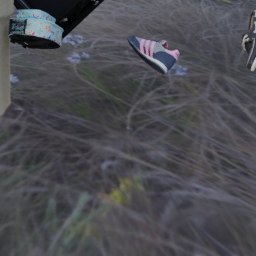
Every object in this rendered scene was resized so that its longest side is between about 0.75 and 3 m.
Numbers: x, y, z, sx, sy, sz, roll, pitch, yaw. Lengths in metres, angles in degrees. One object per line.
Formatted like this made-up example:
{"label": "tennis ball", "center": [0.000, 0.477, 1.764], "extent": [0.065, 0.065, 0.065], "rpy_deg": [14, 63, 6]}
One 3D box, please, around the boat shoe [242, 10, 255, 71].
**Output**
{"label": "boat shoe", "center": [2.789, -1.979, 6.177], "extent": [0.516, 0.632, 1.710], "rpy_deg": [20, 68, 14]}

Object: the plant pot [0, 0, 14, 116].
{"label": "plant pot", "center": [-3.394, -1.458, 5.395], "extent": [2.685, 2.458, 2.685], "rpy_deg": [4, 29, -2]}

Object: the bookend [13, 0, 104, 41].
{"label": "bookend", "center": [-1.551, -3.740, 7.716], "extent": [2.912, 1.341, 2.894], "rpy_deg": [-44, 18, -2]}

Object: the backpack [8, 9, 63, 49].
{"label": "backpack", "center": [-1.634, -1.775, 5.148], "extent": [0.861, 0.648, 0.764], "rpy_deg": [13, 1, 20]}

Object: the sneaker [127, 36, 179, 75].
{"label": "sneaker", "center": [0.715, -2.264, 8.045], "extent": [0.762, 0.652, 1.858], "rpy_deg": [-44, 58, 2]}
